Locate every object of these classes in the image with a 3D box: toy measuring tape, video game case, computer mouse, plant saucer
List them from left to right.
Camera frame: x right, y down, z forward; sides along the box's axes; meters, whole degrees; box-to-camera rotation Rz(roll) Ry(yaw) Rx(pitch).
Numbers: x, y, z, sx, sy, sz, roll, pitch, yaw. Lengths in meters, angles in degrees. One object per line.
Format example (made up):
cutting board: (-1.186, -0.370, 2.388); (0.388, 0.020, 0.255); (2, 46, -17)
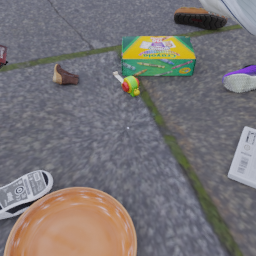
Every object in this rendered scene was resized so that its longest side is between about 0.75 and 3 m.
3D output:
computer mouse: (-2.960, 1.881, 6.891); (2.444, 0.536, 1.340); (-23, 45, -14)
plant saucer: (-1.212, 2.642, 6.164); (2.813, 0.526, 2.813); (-1, 47, 1)
toy measuring tape: (-0.070, -1.756, 10.176); (0.624, 0.624, 1.695); (-24, 52, -20)
video game case: (4.401, 1.123, 7.748); (2.779, 0.250, 1.990); (21, 50, 19)

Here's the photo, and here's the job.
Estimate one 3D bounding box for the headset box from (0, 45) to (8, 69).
headset box: (-3.710, -1.833, 7.049); (1.277, 0.950, 0.493); (12, 76, -37)

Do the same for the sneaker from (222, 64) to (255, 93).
sneaker: (4.354, -1.903, 10.299); (2.080, 0.723, 1.034); (-5, 38, -7)

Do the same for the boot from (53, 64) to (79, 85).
boot: (-2.341, -2.010, 10.639); (0.924, 0.402, 1.110); (5, 45, -12)

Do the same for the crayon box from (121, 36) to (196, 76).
crayon box: (1.134, -2.847, 11.014); (2.751, 0.801, 1.634); (0, 47, 0)

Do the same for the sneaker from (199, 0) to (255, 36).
sneaker: (2.553, -3.311, 7.306); (2.540, 0.899, 0.928); (42, 67, -8)

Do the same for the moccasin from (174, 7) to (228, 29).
moccasin: (3.453, -5.273, 13.287); (2.474, 0.905, 0.955); (13, 57, 24)
